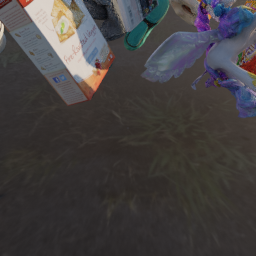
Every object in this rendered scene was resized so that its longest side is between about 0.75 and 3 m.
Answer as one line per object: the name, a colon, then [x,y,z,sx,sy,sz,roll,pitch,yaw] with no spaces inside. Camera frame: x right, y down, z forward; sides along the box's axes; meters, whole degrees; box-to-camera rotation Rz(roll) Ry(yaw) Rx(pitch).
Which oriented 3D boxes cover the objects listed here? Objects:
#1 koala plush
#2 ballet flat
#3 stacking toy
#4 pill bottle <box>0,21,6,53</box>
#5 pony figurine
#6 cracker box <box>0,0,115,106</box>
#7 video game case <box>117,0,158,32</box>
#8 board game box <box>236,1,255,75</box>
koala plush: [-1.682,-4.032,9.106,2.576,2.367,2.284,-16,59,15]
ballet flat: [0.563,-3.649,9.850,2.304,0.776,0.811,-55,12,-10]
stacking toy: [2.363,-4.224,8.376,2.038,1.489,1.489,-51,46,4]
pill bottle: [-3.664,-2.542,6.384,1.263,2.277,1.263,1,77,-3]
pony figurine: [1.803,-1.429,5.301,2.127,2.465,2.554,-7,50,-44]
cracker box: [-1.570,-2.224,6.557,0.825,2.859,1.915,-11,40,32]
video game case: [0.196,-3.666,7.303,0.198,1.692,1.538,17,54,34]
board game box: [3.449,-2.214,7.290,0.539,2.046,2.674,14,21,-9]
